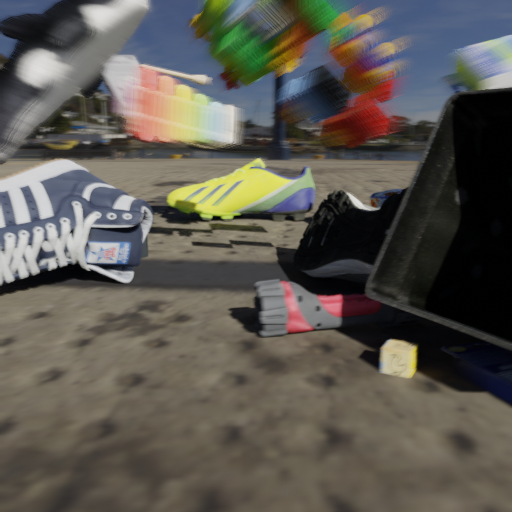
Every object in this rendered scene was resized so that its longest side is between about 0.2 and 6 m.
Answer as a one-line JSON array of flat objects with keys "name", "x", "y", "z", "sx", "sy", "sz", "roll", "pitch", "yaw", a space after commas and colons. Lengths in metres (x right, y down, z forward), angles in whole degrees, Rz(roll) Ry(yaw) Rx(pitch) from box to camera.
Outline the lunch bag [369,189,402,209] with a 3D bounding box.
[{"name": "lunch bag", "x": 3.515, "y": -0.819, "z": 10.628, "sx": 2.449, "sy": 0.925, "sz": 1.963, "roll": 8, "pitch": 12, "yaw": 38}]

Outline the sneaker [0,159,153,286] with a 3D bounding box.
[{"name": "sneaker", "x": -2.523, "y": -0.099, "z": 6.582, "sx": 1.772, "sy": 1.145, "sz": 3.266, "roll": 26, "pitch": 36, "yaw": 11}]

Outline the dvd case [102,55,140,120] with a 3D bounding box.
[{"name": "dvd case", "x": -2.615, "y": -3.480, "z": 11.502, "sx": 0.179, "sy": 1.448, "sz": 1.088, "roll": -33, "pitch": -5, "yaw": 38}]

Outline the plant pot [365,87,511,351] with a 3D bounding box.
[{"name": "plant pot", "x": 2.424, "y": -0.068, "z": 4.512, "sx": 1.742, "sy": 1.959, "sz": 1.964, "roll": 26, "pitch": -3, "yaw": -31}]

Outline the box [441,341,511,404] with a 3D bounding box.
[{"name": "box", "x": 1.995, "y": 0.893, "z": 4.205, "sx": 0.670, "sy": 0.179, "sz": 1.105, "roll": -4, "pitch": 12, "yaw": -19}]

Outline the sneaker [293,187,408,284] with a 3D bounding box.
[{"name": "sneaker", "x": 1.548, "y": -0.054, "z": 6.964, "sx": 1.313, "sy": 1.224, "sz": 3.311, "roll": 30, "pitch": -8, "yaw": -23}]

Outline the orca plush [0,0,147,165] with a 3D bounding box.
[{"name": "orca plush", "x": -3.004, "y": -2.660, "z": 7.701, "sx": 1.160, "sy": 3.262, "sz": 1.716, "roll": 41, "pitch": 12, "yaw": 0}]

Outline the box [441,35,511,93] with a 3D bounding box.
[{"name": "box", "x": 3.596, "y": -2.635, "z": 7.636, "sx": 1.796, "sy": 0.428, "sz": 1.095, "roll": -15, "pitch": 40, "yaw": 4}]

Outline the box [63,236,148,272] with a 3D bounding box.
[{"name": "box", "x": -2.359, "y": -0.142, "z": 8.450, "sx": 0.865, "sy": 0.483, "sz": 1.225, "roll": 10, "pitch": 15, "yaw": 29}]

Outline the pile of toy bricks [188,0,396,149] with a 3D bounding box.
[{"name": "pile of toy bricks", "x": 0.110, "y": -2.518, "z": 6.509, "sx": 1.681, "sy": 1.889, "sz": 3.405, "roll": -14, "pitch": -38, "yaw": 44}]

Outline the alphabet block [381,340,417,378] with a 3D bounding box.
[{"name": "alphabet block", "x": 1.143, "y": 0.819, "z": 4.472, "sx": 0.232, "sy": 0.227, "sz": 0.228, "roll": 5, "pitch": 15, "yaw": 28}]

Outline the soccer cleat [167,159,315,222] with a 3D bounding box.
[{"name": "soccer cleat", "x": -0.331, "y": -1.492, "z": 12.583, "sx": 3.311, "sy": 1.385, "sz": 1.070, "roll": 0, "pitch": 12, "yaw": 0}]

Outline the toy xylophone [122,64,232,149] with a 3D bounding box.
[{"name": "toy xylophone", "x": -1.546, "y": -2.893, "z": 10.761, "sx": 2.296, "sy": 1.681, "sz": 0.577, "roll": -2, "pitch": -7, "yaw": -33}]

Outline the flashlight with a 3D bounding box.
[{"name": "flashlight", "x": 0.797, "y": 0.435, "z": 5.369, "sx": 1.612, "sy": 0.548, "sz": 0.546, "roll": -6, "pitch": -21, "yaw": -7}]
